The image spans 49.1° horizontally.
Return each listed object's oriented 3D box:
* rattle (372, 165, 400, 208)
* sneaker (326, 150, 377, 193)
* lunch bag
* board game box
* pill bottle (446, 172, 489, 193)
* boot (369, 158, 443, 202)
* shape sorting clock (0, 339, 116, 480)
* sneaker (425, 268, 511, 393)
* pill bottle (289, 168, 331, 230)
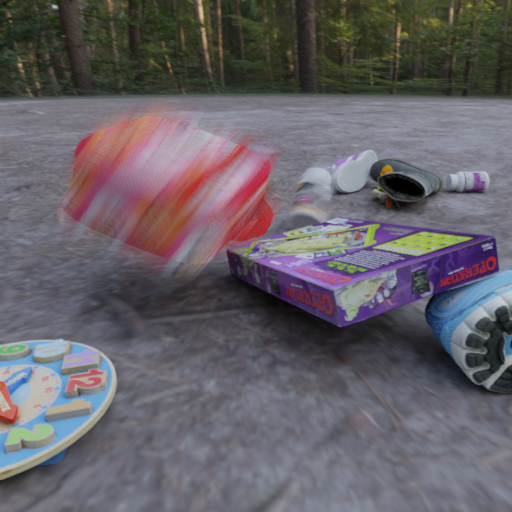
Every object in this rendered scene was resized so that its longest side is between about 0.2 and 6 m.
[{"bbox_3d":[3.088,-1.565,12.795,0.721,0.791,1.107,28,16,5],"label":"rattle"},{"bbox_3d":[2.205,-2.047,14.423,1.210,0.769,2.122,-9,16,38],"label":"sneaker"},{"bbox_3d":[-0.900,-0.878,7.362,2.355,1.095,2.673,25,27,5],"label":"lunch bag"},{"bbox_3d":[1.108,0.038,7.412,2.096,0.564,3.493,-12,11,-18],"label":"board game box"},{"bbox_3d":[5.199,-1.817,13.818,0.916,0.514,0.514,-1,20,-2],"label":"pill bottle"},{"bbox_3d":[3.257,-1.746,13.054,2.012,0.803,2.213,15,23,30],"label":"boot"},{"bbox_3d":[-2.441,1.341,5.240,2.223,0.436,2.223,0,20,0],"label":"shape sorting clock"},{"bbox_3d":[3.479,0.475,6.437,3.337,1.308,1.501,-5,17,-15],"label":"sneaker"},{"bbox_3d":[1.059,-1.065,10.655,0.670,0.670,1.152,6,60,16],"label":"pill bottle"}]
